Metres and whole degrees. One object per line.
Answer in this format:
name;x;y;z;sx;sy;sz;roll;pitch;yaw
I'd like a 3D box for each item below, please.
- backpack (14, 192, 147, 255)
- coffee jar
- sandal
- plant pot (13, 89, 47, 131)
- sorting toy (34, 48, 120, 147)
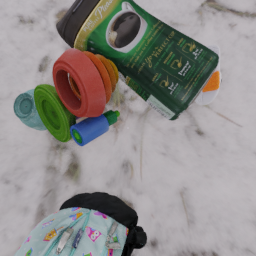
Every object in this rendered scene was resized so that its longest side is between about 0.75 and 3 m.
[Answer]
backpack;-0.913;2.060;3.814;1.407;1.855;2.222;36;47;-7
coffee jar;0.125;-1.268;4.468;2.405;1.026;1.254;36;89;0
sandal;2.020;-1.246;6.775;0.590;0.442;1.541;6;78;35
plant pot;-2.068;-0.439;6.143;0.963;0.645;0.963;-2;85;21
sorting toy;-0.704;-0.439;4.441;0.852;2.077;1.248;-31;92;-34
